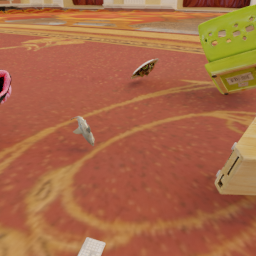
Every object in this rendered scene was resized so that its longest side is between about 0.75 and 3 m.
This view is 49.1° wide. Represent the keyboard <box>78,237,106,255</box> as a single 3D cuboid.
[{"bbox_3d":[-0.628,1.973,3.844,0.311,0.059,1.103,7,28,13],"label":"keyboard"}]

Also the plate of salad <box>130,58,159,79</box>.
[{"bbox_3d":[0.690,-2.273,11.052,1.340,0.322,1.340,-33,-3,-2],"label":"plate of salad"}]

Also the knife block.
[{"bbox_3d":[3.004,0.676,4.728,2.284,0.832,2.602,31,38,23],"label":"knife block"}]

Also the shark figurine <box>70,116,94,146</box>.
[{"bbox_3d":[-1.150,-0.022,6.688,0.403,0.577,0.966,-26,59,-14],"label":"shark figurine"}]

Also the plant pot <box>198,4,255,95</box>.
[{"bbox_3d":[3.746,-2.448,9.494,2.181,2.170,1.979,-10,64,31],"label":"plant pot"}]

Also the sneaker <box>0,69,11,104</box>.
[{"bbox_3d":[-3.528,-0.561,6.779,1.066,0.883,2.234,-21,42,50],"label":"sneaker"}]
